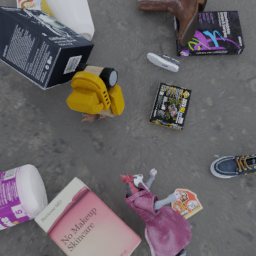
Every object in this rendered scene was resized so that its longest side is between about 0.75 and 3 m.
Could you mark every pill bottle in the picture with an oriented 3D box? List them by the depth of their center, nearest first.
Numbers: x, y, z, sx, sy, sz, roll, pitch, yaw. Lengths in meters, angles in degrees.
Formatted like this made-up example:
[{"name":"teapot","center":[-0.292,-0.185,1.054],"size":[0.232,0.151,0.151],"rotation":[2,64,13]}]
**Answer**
[{"name":"pill bottle","center":[-4.099,2.291,8.406],"size":[2.939,1.650,1.650],"rotation":[-18,72,-5]}]

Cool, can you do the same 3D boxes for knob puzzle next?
[{"name":"knob puzzle","center":[1.844,2.414,9.151],"size":[1.058,0.147,1.058],"rotation":[0,71,0]}]

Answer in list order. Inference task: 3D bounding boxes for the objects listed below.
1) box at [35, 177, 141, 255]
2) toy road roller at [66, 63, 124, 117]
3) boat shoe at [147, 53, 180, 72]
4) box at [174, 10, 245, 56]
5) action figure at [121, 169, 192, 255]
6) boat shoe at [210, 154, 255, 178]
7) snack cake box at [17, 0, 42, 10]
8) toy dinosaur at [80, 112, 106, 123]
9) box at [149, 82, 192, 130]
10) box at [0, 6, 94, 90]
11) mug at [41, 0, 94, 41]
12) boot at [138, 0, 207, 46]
[{"name":"box","center":[-1.117,3.001,8.257],"size":[2.621,1.428,1.676],"rotation":[40,75,13]},{"name":"toy road roller","center":[-1.084,-0.915,8.836],"size":[1.290,2.099,1.532],"rotation":[14,57,22]},{"name":"boat shoe","center":[1.381,-2.622,10.737],"size":[1.310,0.470,0.444],"rotation":[24,73,6]},{"name":"box","center":[3.189,-3.782,11.132],"size":[2.573,0.464,1.839],"rotation":[-2,71,-1]},{"name":"action figure","center":[0.635,2.448,8.276],"size":[2.037,1.833,2.736],"rotation":[-44,94,-1]},{"name":"boat shoe","center":[3.799,1.159,9.171],"size":[2.034,0.923,0.720],"rotation":[-6,71,-2]},{"name":"snack cake box","center":[-3.972,-4.829,11.453],"size":[0.938,0.548,1.631],"rotation":[-11,71,-2]},{"name":"toy dinosaur","center":[-1.258,-0.389,9.956],"size":[0.883,0.379,0.598],"rotation":[-34,67,-20]},{"name":"box","center":[1.552,-0.802,10.152],"size":[1.227,0.379,1.537],"rotation":[15,72,3]},{"name":"box","center":[-2.766,-2.647,9.100],"size":[2.340,2.381,1.475],"rotation":[32,115,5]},{"name":"mug","center":[-2.268,-4.012,10.828],"size":[1.768,2.208,1.812],"rotation":[-16,78,-39]},{"name":"boot","center":[1.406,-4.538,11.006],"size":[2.805,0.901,2.614],"rotation":[19,70,20]}]
